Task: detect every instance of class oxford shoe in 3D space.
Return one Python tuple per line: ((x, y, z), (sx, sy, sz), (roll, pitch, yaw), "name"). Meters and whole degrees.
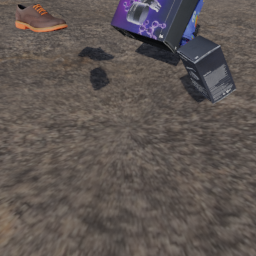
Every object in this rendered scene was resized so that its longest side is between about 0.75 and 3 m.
((-2.316, -2.874, 7.278), (1.755, 0.637, 0.625), (16, 31, 25), "oxford shoe")

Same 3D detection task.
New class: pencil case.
((1.931, -4.045, 9.028), (1.111, 2.847, 1.237), (15, 0, 42), "pencil case")

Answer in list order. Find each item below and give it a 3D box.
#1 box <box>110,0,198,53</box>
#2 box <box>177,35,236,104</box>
((0.968, -3.870, 8.142), (1.932, 2.738, 1.080), (27, 8, 24), "box")
((1.370, -1.022, 4.890), (0.498, 0.954, 0.706), (-34, 36, 5), "box")
